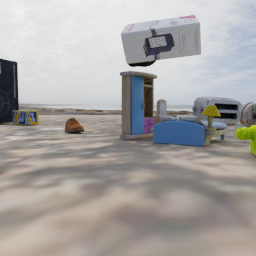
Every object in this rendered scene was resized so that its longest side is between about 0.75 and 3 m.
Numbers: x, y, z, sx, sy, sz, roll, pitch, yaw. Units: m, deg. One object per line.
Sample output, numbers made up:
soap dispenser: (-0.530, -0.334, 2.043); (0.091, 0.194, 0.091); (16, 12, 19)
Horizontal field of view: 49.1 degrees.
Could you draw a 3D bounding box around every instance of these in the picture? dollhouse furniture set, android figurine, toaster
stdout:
dollhouse furniture set: (1.152, -0.460, 5.771); (2.124, 1.386, 2.005); (3, 5, 39)
android figurine: (2.595, 0.137, 3.514); (2.354, 0.483, 2.143); (1, 3, -5)
toaster: (4.143, -0.781, 12.743); (2.227, 1.265, 1.438); (4, 7, -7)

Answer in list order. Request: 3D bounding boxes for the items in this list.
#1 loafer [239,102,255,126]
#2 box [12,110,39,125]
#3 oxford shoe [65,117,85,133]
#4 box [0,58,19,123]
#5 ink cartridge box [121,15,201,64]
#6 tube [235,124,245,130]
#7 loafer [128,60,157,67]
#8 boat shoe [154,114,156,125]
loafer: (5.137, -0.481, 10.845); (0.824, 0.942, 2.621); (12, 8, 41)
box: (-4.449, -0.451, 12.110); (0.568, 0.619, 1.768); (-3, 4, -38)
oxford shoe: (-1.493, -0.076, 7.638); (0.418, 0.417, 1.171); (0, 5, -29)
box: (-6.491, -1.630, 12.277); (1.820, 2.937, 2.887); (2, 4, 25)
ink cartridge box: (0.805, -2.187, 6.842); (1.768, 0.746, 1.280); (-5, 28, 9)
tube: (3.288, 0.011, 8.143); (0.331, 0.216, 0.856); (16, 6, 27)
loafer: (0.397, -2.050, 8.386); (0.478, 0.489, 1.340); (-11, 26, -28)
boat shoe: (1.255, -0.218, 9.956); (0.460, 0.485, 1.387); (1, -4, 41)
